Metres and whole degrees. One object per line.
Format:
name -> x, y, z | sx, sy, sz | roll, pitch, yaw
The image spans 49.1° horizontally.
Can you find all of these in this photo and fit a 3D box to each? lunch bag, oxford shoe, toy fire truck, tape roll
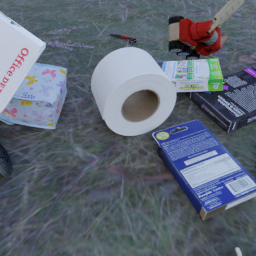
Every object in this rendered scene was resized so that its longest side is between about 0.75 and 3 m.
lunch bag -> -2.958, -1.007, 8.213 | 2.065, 1.313, 1.751 | 9, 45, -5
oxford shoe -> -3.757, 0.564, 6.886 | 1.168, 1.006, 2.768 | -40, 48, -23
toy fire truck -> 1.901, -2.313, 6.556 | 1.606, 1.033, 1.413 | 1, 0, 38
tape roll -> 0.122, -0.972, 7.625 | 2.019, 2.019, 1.386 | -12, 45, -13

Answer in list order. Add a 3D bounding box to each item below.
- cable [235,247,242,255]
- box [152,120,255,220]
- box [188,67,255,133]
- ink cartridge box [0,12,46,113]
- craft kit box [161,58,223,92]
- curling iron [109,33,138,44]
cable -> 2.296, 3.069, 4.402 | 1.176, 0.610, 2.422 | -3, 43, -1
box -> 1.784, 0.852, 6.871 | 1.520, 0.407, 2.510 | -16, 47, -17
box -> 3.538, -0.979, 8.751 | 2.699, 0.487, 1.930 | -18, 45, -20
ink cartridge box -> -3.298, -1.730, 5.873 | 2.500, 1.819, 1.050 | 34, 12, -20
craft kit box -> 2.025, -1.744, 9.142 | 1.906, 0.468, 1.930 | -2, 31, 15
curling iron -> -0.214, -3.873, 11.998 | 1.447, 0.185, 0.359 | 26, 50, 25
